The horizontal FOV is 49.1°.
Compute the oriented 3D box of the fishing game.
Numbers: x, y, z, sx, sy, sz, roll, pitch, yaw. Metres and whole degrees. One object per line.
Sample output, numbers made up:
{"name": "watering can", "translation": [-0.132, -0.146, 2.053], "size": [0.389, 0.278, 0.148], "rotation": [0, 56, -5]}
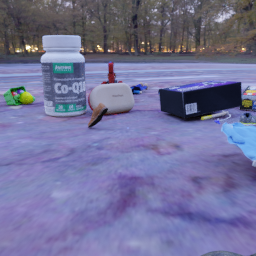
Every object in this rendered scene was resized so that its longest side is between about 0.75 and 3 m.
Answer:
{"name": "fishing game", "translation": [2.245, 0.361, 4.695], "size": [2.119, 0.329, 1.517], "rotation": [35, 30, 27]}

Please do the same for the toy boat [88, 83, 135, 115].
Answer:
{"name": "toy boat", "translation": [-0.608, -0.872, 9.178], "size": [1.518, 0.991, 0.993], "rotation": [-9, -12, -31]}

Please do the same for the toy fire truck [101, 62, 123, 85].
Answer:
{"name": "toy fire truck", "translation": [-0.724, -2.273, 12.802], "size": [0.969, 1.452, 1.729], "rotation": [0, 16, 0]}

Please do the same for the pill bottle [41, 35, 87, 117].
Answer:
{"name": "pill bottle", "translation": [-2.004, -1.626, 8.770], "size": [1.340, 2.370, 1.340], "rotation": [-1, 15, 0]}

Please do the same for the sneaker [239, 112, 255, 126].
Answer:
{"name": "sneaker", "translation": [3.278, -0.247, 7.552], "size": [0.331, 0.362, 0.895], "rotation": [14, 21, 42]}

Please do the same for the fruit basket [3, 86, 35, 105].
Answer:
{"name": "fruit basket", "translation": [-4.008, -1.205, 10.551], "size": [1.025, 0.739, 1.025], "rotation": [-17, 11, 3]}

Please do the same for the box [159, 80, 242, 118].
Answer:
{"name": "box", "translation": [2.193, -0.946, 8.610], "size": [2.041, 0.805, 1.440], "rotation": [-12, 13, -19]}

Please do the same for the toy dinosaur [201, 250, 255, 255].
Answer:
{"name": "toy dinosaur", "translation": [1.317, 1.236, 2.179], "size": [1.473, 0.567, 0.753], "rotation": [-2, 1, 19]}

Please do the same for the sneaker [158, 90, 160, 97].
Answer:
{"name": "sneaker", "translation": [1.428, -1.417, 11.669], "size": [0.574, 0.396, 1.031], "rotation": [18, 19, 34]}

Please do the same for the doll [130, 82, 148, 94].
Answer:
{"name": "doll", "translation": [0.290, -1.835, 13.263], "size": [1.029, 0.365, 1.508], "rotation": [19, 30, 31]}

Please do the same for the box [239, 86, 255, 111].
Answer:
{"name": "box", "translation": [5.227, -1.087, 10.188], "size": [1.920, 0.559, 2.804], "rotation": [8, 17, 27]}

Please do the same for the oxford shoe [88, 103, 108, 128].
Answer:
{"name": "oxford shoe", "translation": [-0.820, -0.323, 7.195], "size": [0.284, 0.798, 0.285], "rotation": [49, 28, 17]}
